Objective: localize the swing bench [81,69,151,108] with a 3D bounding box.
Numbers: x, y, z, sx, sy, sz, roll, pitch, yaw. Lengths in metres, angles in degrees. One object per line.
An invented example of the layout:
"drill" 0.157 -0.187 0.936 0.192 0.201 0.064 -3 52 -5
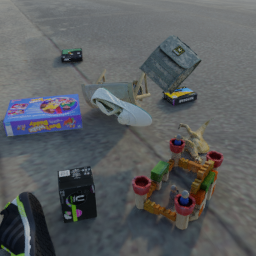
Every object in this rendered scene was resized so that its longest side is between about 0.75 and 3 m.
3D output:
"swing bench" -0.354 -1.318 9.851 1.813 1.183 1.823 3 30 22

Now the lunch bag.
"lunch bag" 1.334 -1.970 8.615 1.227 1.496 0.879 46 15 15

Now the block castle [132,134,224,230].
"block castle" 1.210 1.101 6.467 1.445 1.015 2.163 20 37 28

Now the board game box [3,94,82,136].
"board game box" -2.797 -0.487 9.447 2.363 0.529 1.589 -6 33 -10

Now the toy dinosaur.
"toy dinosaur" 1.931 0.333 8.295 1.072 0.617 2.119 23 44 7

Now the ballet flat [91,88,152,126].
"ballet flat" -0.256 -0.476 7.999 1.940 0.674 0.674 32 42 17

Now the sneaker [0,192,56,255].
"sneaker" -1.997 2.160 5.286 0.890 0.771 2.149 -32 37 -5

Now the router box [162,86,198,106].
"router box" 2.007 -1.262 10.919 1.112 0.284 0.829 -16 36 -24

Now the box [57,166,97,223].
"box" -1.078 1.420 5.978 0.733 0.987 0.613 -7 33 -12

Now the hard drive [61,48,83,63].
"hard drive" -3.022 -3.930 15.162 1.125 0.305 1.611 -5 33 -8
